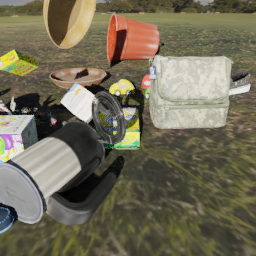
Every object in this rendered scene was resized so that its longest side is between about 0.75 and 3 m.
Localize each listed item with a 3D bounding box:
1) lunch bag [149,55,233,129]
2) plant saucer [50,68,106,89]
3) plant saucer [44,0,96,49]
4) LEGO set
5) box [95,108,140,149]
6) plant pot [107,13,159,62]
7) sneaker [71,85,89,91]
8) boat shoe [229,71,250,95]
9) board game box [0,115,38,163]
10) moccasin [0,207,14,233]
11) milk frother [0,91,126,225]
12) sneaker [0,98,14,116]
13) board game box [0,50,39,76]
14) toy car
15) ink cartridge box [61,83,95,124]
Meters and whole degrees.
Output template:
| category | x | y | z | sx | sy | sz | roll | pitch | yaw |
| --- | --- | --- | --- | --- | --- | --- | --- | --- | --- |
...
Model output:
| category | x | y | z | sx | sy | sz | roll | pitch | yaw |
| --- | --- | --- | --- | --- | --- | --- | --- | --- | --- |
| lunch bag | 1.891 | -1.234 | 8.912 | 2.541 | 2.131 | 1.771 | 0 | 26 | 0 |
| plant saucer | -2.323 | -2.337 | 13.205 | 2.618 | 0.451 | 2.618 | -1 | 26 | 0 |
| plant saucer | -1.705 | -3.463 | 8.032 | 0.411 | 2.321 | 2.321 | 26 | 33 | 15 |
| LEGO set | -2.651 | -0.226 | 8.448 | 2.263 | 0.641 | 1.470 | 27 | 9 | 29 |
| box | -0.293 | -0.006 | 8.264 | 1.258 | 0.518 | 2.143 | 0 | 27 | 0 |
| plant pot | 0.309 | -5.417 | 17.299 | 2.751 | 2.829 | 2.829 | 1 | 25 | -15 |
| sneaker | -2.044 | -1.387 | 11.174 | 0.659 | 0.477 | 1.349 | 5 | 24 | 10 |
| boat shoe | 3.979 | -1.869 | 11.596 | 2.925 | 0.969 | 1.023 | -11 | 28 | -22 |
| board game box | -3.375 | 0.359 | 6.850 | 2.024 | 1.043 | 1.062 | 0 | 26 | 0 |
| moccasin | -2.945 | 1.558 | 4.862 | 1.765 | 0.602 | 0.710 | -2 | 26 | -5 |
| milk frother | -1.202 | 0.469 | 5.382 | 1.952 | 2.163 | 2.034 | 16 | 30 | 22 |
| sneaker | -4.387 | -0.317 | 8.520 | 1.343 | 0.880 | 2.325 | -22 | 34 | -33 |
| board game box | -3.078 | -1.805 | 7.879 | 0.601 | 0.281 | 1.182 | -27 | -1 | 8 |
| toy car | 0.810 | -1.660 | 11.608 | 2.617 | 0.584 | 2.462 | -16 | 30 | -30 |
| ink cartridge box | -1.582 | -0.873 | 9.509 | 0.535 | 0.908 | 1.577 | 38 | -2 | -40 |
